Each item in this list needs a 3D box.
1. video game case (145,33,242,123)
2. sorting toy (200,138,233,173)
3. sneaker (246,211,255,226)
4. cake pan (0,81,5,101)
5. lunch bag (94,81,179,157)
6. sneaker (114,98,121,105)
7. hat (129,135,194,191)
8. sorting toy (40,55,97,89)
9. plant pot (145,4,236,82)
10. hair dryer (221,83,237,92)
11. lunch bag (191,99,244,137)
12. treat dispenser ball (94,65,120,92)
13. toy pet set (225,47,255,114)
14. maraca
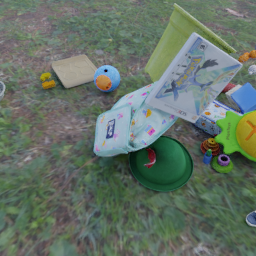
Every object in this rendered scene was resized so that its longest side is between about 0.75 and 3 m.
[{"bbox_3d":[2.044,-1.386,8.668,2.228,2.444,0.269,17,30,-34],"label":"video game case"},{"bbox_3d":[3.196,0.922,10.218,0.910,0.622,1.515,-17,46,-18],"label":"sorting toy"},{"bbox_3d":[4.138,2.581,8.527,1.185,0.501,0.444,-17,46,-17],"label":"sneaker"},{"bbox_3d":[-6.802,-1.555,13.048,2.146,0.394,2.146,0,43,0],"label":"cake pan"},{"bbox_3d":[0.152,-0.147,9.835,2.827,1.724,2.408,-48,19,-31],"label":"lunch bag"},{"bbox_3d":[-0.340,-0.547,11.721,1.035,0.932,2.657,12,45,47],"label":"sneaker"},{"bbox_3d":[1.214,0.556,9.130,2.316,2.462,2.796,-10,49,-9],"label":"hat"},{"bbox_3d":[-3.095,-2.789,14.443,2.936,0.393,2.187,-20,51,-20],"label":"sorting toy"},{"bbox_3d":[2.040,-2.640,10.349,2.747,2.526,2.747,30,25,-16],"label":"plant pot"},{"bbox_3d":[4.507,-2.230,13.719,1.774,0.482,1.351,29,49,26],"label":"hair dryer"},{"bbox_3d":[3.693,-0.451,11.610,1.648,0.777,2.057,-30,52,-31],"label":"lunch bag"},{"bbox_3d":[-0.994,-2.333,13.270,1.235,1.235,1.235,0,43,0],"label":"treat dispenser ball"},{"bbox_3d":[5.425,-1.749,11.770,2.425,2.597,1.379,-35,25,1],"label":"toy pet set"},{"bbox_3d":[4.654,0.266,10.165,2.916,1.560,1.999,7,71,6],"label":"maraca"}]
